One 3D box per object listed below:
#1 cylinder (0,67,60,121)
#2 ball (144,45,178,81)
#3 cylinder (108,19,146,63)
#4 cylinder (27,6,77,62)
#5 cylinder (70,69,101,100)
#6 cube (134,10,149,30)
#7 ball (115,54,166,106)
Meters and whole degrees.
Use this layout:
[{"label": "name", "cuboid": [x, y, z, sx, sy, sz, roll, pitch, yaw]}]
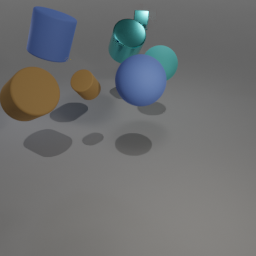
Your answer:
[{"label": "cylinder", "cuboid": [-2.944, -0.966, 8.358, 1.400, 1.400, 1.400, -23, 8, -35]}, {"label": "ball", "cuboid": [1.238, -2.497, 10.935, 1.400, 1.400, 1.400, 0, 30, 0]}, {"label": "cylinder", "cuboid": [-0.064, -3.721, 12.141, 1.400, 1.400, 1.400, -9, -13, -16]}, {"label": "cylinder", "cuboid": [-2.539, -3.101, 9.320, 1.400, 1.400, 1.400, 17, 26, -8]}, {"label": "cylinder", "cuboid": [-1.239, -1.264, 8.272, 0.700, 0.700, 0.700, 9, -13, 16]}, {"label": "cube", "cuboid": [0.659, -5.381, 13.998, 0.700, 0.700, 0.700, 6, -2, 4]}, {"label": "ball", "cuboid": [0.346, -1.291, 7.650, 1.400, 1.400, 1.400, 0, 30, 0]}]
